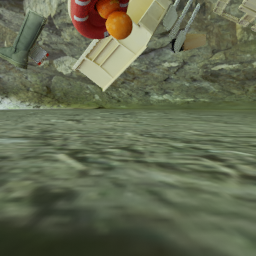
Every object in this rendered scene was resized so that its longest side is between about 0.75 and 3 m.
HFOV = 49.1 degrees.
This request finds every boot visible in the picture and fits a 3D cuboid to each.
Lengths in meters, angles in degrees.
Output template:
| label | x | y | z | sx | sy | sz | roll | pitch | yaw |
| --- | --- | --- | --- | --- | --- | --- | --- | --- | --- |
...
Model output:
| label | x | y | z | sx | sy | sz | roll | pitch | yaw |
| --- | --- | --- | --- | --- | --- | --- | --- | --- | --- |
| boot | -3.459 | -2.969 | 9.079 | 1.637 | 1.801 | 0.654 | 28 | 16 | 26 |

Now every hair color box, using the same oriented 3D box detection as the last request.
| label | x | y | z | sx | sy | sz | roll | pitch | yaw |
| --- | --- | --- | --- | --- | --- | --- | --- | --- | --- |
| hair color box | -3.203 | -2.626 | 9.468 | 0.928 | 0.515 | 0.297 | 41 | -3 | -2 |

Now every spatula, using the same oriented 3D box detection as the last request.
| label | x | y | z | sx | sy | sz | roll | pitch | yaw |
| --- | --- | --- | --- | --- | --- | --- | --- | --- | --- |
| spatula | 1.815 | -3.730 | 9.184 | 0.174 | 2.165 | 1.506 | 15 | -20 | 39 |

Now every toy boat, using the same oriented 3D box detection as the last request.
| label | x | y | z | sx | sy | sz | roll | pitch | yaw |
| --- | --- | --- | --- | --- | --- | --- | --- | --- | --- |
| toy boat | -0.297 | -1.912 | 4.500 | 1.088 | 1.090 | 1.668 | -26 | -4 | -16 |

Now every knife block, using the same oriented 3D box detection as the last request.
| label | x | y | z | sx | sy | sz | roll | pitch | yaw |
| --- | --- | --- | --- | --- | --- | --- | --- | --- | --- |
| knife block | 2.174 | -3.091 | 10.336 | 1.212 | 0.388 | 1.064 | 11 | 46 | 22 |

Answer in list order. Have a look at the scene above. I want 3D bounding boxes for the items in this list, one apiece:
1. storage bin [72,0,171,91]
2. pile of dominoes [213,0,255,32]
| label | x | y | z | sx | sy | sz | roll | pitch | yaw |
| --- | --- | --- | --- | --- | --- | --- | --- | --- | --- |
| storage bin | -0.134 | -3.127 | 9.447 | 2.828 | 1.335 | 2.849 | -38 | 19 | 43 |
| pile of dominoes | 3.279 | -3.128 | 7.285 | 1.839 | 0.376 | 2.360 | 28 | 11 | 4 |
